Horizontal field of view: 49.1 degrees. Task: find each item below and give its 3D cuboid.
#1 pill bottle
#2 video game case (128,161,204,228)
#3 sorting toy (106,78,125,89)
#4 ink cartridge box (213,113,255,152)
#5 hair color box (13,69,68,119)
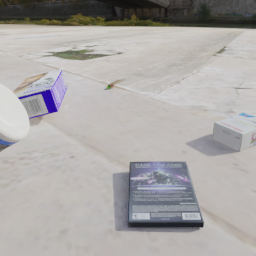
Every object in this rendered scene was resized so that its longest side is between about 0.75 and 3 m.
[{"bbox_3d":[-3.261,0.142,5.603,2.254,1.282,1.282,-27,20,14],"label":"pill bottle"},{"bbox_3d":[0.642,1.194,5.386,1.255,0.167,1.757,0,27,2],"label":"video game case"},{"bbox_3d":[-0.628,-1.941,12.397,0.936,0.138,0.692,-29,18,-21],"label":"sorting toy"},{"bbox_3d":[3.054,0.078,7.550,1.253,0.530,0.905,-15,28,-29],"label":"ink cartridge box"},{"bbox_3d":[-3.011,-1.207,9.638,1.445,0.857,2.643,-14,23,0],"label":"hair color box"}]
